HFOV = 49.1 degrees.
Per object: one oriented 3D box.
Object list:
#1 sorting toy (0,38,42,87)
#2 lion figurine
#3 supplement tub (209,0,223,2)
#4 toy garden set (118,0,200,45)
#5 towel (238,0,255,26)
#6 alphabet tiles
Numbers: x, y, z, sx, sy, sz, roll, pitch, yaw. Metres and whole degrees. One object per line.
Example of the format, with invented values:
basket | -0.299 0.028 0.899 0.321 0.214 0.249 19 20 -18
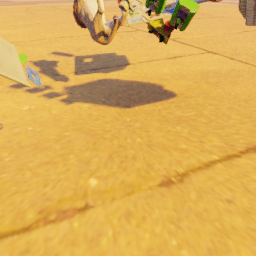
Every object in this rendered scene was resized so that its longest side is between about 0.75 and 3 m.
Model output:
sorting toy | -1.725 -0.933 3.767 0.196 0.811 1.441 -30 -15 11
lion figurine | -0.913 -3.123 7.941 1.030 1.741 2.842 -1 48 -23
supplement tub | 2.228 -3.662 7.104 0.762 0.762 1.424 15 15 24
toy garden set | 0.178 -2.212 4.963 1.919 0.383 1.600 34 -1 -1
towel | 2.899 -2.497 4.389 2.193 1.134 2.649 5 5 24
alphabet tiles | 1.355 -3.845 8.532 2.967 0.112 2.480 -13 36 4
